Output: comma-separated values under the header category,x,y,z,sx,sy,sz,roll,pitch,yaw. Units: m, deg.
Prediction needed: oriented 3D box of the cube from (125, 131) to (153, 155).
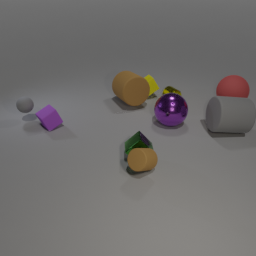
category,x,y,z,sx,sy,sz,roll,pitch,yaw
cube,0.370,0.667,9.454,0.700,0.700,0.700,-40,21,16

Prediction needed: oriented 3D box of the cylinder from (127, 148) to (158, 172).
category,x,y,z,sx,sy,sz,roll,pitch,yaw
cylinder,0.455,0.975,8.676,0.700,0.700,0.700,22,9,34

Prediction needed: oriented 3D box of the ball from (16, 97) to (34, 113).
category,x,y,z,sx,sy,sz,roll,pitch,yaw
ball,-4.345,-0.977,11.822,0.700,0.700,0.700,0,29,0

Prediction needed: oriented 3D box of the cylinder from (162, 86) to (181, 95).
category,x,y,z,sx,sy,sz,roll,pitch,yaw
cylinder,2.198,-1.671,14.032,0.700,0.700,0.700,-14,32,-23

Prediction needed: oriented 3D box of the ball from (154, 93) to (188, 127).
category,x,y,z,sx,sy,sz,roll,pitch,yaw
ball,1.788,-0.757,11.635,1.400,1.400,1.400,0,29,0

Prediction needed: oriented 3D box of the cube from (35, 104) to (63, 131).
category,x,y,z,sx,sy,sz,roll,pitch,yaw
cube,-3.246,-0.422,11.552,0.700,0.700,0.700,-39,42,-18

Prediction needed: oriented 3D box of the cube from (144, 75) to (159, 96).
category,x,y,z,sx,sy,sz,roll,pitch,yaw
cube,1.054,-2.182,14.314,0.700,0.700,0.700,-35,29,3

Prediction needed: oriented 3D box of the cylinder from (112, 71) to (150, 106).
category,x,y,z,sx,sy,sz,roll,pitch,yaw
cylinder,0.119,-1.900,13.303,1.400,1.400,1.400,-12,26,-20

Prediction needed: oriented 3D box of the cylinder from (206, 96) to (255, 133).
category,x,y,z,sx,sy,sz,roll,pitch,yaw
cylinder,3.983,-0.517,10.982,1.400,1.400,1.400,2,28,-9

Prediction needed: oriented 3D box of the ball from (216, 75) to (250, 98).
category,x,y,z,sx,sy,sz,roll,pitch,yaw
ball,4.671,-1.655,12.508,1.400,1.400,1.400,0,29,0
